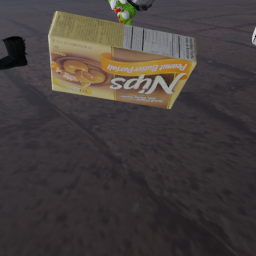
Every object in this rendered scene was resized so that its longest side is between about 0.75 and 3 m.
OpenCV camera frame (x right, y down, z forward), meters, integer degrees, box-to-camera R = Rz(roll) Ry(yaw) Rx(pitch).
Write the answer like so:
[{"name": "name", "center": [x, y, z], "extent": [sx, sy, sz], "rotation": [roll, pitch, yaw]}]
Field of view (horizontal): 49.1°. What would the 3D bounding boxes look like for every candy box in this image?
[{"name": "candy box", "center": [-0.123, -0.962, 4.307], "extent": [2.033, 1.174, 0.562], "rotation": [8, 60, -8]}]

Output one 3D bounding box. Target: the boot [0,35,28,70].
[{"name": "boot", "center": [-3.239, -2.051, 7.649], "extent": [0.970, 0.795, 0.359], "rotation": [-15, 43, -20]}]

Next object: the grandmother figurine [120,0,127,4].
[{"name": "grandmother figurine", "center": [-0.140, -4.061, 8.251], "extent": [0.518, 0.855, 0.259], "rotation": [4, -13, -39]}]

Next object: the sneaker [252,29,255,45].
[{"name": "sneaker", "center": [3.471, -2.240, 5.145], "extent": [1.676, 0.922, 2.289], "rotation": [25, 69, 17]}]

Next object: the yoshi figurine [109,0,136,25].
[{"name": "yoshi figurine", "center": [-0.181, -4.386, 9.967], "extent": [0.829, 1.481, 0.832], "rotation": [-28, 46, 7]}]

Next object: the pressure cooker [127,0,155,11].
[{"name": "pressure cooker", "center": [0.398, -3.709, 7.306], "extent": [1.147, 1.024, 1.009], "rotation": [-20, 38, 58]}]
